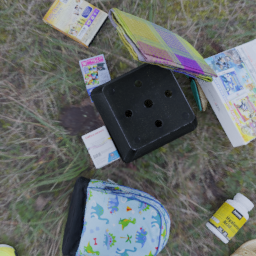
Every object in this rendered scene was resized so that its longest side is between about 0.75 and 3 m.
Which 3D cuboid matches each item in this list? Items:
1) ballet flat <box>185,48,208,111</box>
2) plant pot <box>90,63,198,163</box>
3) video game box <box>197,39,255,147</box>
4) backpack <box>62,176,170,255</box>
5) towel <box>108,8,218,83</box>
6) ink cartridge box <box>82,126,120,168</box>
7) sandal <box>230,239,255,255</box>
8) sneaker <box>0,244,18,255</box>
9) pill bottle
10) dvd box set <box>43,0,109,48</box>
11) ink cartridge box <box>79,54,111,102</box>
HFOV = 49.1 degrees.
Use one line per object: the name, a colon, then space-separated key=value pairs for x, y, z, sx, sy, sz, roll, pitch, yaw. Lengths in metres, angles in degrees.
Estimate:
ballet flat: x=2.323 y=-1.685 z=9.266 sx=0.733 sy=0.792 sz=2.247 roll=-21 pitch=84 yaw=2
plant pot: x=0.502 y=-0.569 z=8.148 sx=2.687 sy=2.389 sz=2.694 roll=-27 pitch=90 yaw=0
video game box: x=3.774 y=-1.181 z=8.930 sx=2.594 sy=0.667 sz=2.848 roll=-23 pitch=82 yaw=-23
backpack: x=-0.250 y=2.766 z=8.187 sx=2.896 sy=2.226 sz=2.362 roll=15 pitch=76 yaw=-14
towel: x=0.954 y=-2.170 z=7.509 sx=2.980 sy=0.339 sz=2.140 roll=4 pitch=46 yaw=-40
ink cartridge box: x=-0.842 y=0.626 z=8.936 sx=0.806 sy=0.802 sz=1.098 roll=-25 pitch=82 yaw=-4
sandal: x=3.440 y=4.193 z=8.419 sx=2.667 sy=0.877 sz=0.978 roll=-20 pitch=83 yaw=-3
sneaker: x=-4.587 y=4.350 z=8.233 sx=2.692 sy=1.216 sz=1.052 roll=-22 pitch=81 yaw=-4
pill bottle: x=3.176 y=2.742 z=8.659 sx=0.802 sy=0.802 sz=1.440 roll=43 pitch=84 yaw=5
dvd box set: x=-1.819 y=-3.838 z=9.818 sx=1.875 sy=0.276 sz=1.372 roll=30 pitch=83 yaw=4
ink cartridge box: x=-1.048 y=-1.692 z=9.526 sx=0.876 sy=0.308 sz=1.468 roll=-16 pitch=84 yaw=-1
